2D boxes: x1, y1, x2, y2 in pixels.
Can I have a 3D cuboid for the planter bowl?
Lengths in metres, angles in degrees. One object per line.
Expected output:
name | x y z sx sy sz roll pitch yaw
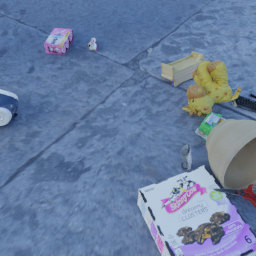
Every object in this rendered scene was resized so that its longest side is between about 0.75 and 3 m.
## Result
planter bowl | 3.441 0.679 8.711 2.328 2.328 1.567 -17 36 -15

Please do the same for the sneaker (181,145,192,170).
sneaker | 1.986 0.995 9.432 0.325 0.380 0.873 -3 73 38

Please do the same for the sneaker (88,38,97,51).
sneaker | -1.861 -4.349 14.492 0.419 0.387 0.951 -6 47 -8

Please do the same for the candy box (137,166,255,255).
candy box | 1.793 2.604 7.675 2.242 0.956 2.673 -17 50 -15

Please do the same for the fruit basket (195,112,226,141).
fruit basket | 3.400 0.096 10.183 1.519 0.712 1.407 29 54 20

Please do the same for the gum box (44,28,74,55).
gum box | -3.545 -4.457 14.453 0.995 0.580 1.753 6 48 6

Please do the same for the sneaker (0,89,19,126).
sneaker | -5.531 -0.779 10.913 2.479 0.999 1.815 -7 38 0

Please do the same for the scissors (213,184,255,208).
scissors | 3.301 1.835 8.198 2.301 0.160 0.842 25 55 -20

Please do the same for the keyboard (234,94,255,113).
keyboard | 5.299 -1.033 11.586 1.698 0.175 1.079 24 52 19

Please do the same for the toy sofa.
toy sofa | 2.504 -2.688 12.709 1.964 0.958 0.813 -26 37 -21

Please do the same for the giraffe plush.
giraffe plush | 3.005 -1.303 10.954 1.805 1.921 2.226 -34 83 -17
